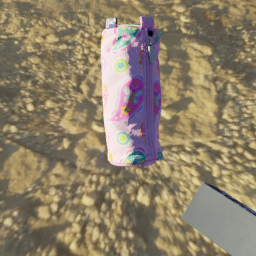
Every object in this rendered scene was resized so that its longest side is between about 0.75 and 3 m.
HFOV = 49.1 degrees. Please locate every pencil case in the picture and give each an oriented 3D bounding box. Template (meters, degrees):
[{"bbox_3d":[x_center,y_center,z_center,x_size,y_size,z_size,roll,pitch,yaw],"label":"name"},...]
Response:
[{"bbox_3d":[0.114,-0.662,5.624,1.231,1.231,2.816,-1,95,-1],"label":"pencil case"}]

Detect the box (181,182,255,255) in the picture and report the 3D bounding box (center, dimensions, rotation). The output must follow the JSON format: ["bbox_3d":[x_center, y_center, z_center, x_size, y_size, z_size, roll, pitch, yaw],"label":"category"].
[{"bbox_3d":[1.934,1.744,5.118,1.491,1.358,0.776,31,92,28],"label":"box"}]
